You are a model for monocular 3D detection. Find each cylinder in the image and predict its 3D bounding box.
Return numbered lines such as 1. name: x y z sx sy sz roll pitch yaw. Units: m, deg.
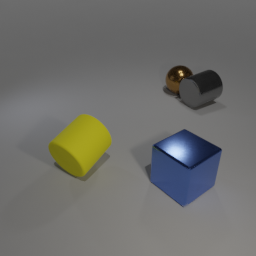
1. cylinder: -1.451 0.525 8.603 1.400 1.400 1.400 20 51 29
2. cylinder: 3.289 -1.782 12.692 1.400 1.400 1.400 -22 38 -23

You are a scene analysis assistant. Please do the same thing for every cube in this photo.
1. cube: 1.640 1.103 8.144 1.400 1.400 1.400 -23 39 -33

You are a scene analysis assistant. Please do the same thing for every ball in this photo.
1. ball: 2.545 -2.373 13.786 1.400 1.400 1.400 0 32 0
